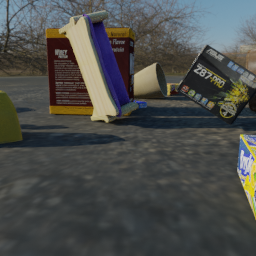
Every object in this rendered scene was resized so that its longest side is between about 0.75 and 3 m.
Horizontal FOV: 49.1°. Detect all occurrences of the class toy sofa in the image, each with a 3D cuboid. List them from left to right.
[{"bbox_3d":[-0.679,-1.714,7.951,1.214,2.933,1.431,-28,15,-35],"label":"toy sofa"}]

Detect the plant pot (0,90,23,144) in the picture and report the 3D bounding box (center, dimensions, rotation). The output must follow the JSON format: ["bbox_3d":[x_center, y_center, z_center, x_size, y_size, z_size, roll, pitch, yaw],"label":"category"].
[{"bbox_3d":[-3.055,-0.279,6.257,1.072,1.096,1.065,-7,14,-33],"label":"plant pot"}]

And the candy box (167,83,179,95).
[{"bbox_3d":[1.732,-2.317,16.438,2.245,0.634,1.310,10,16,33],"label":"candy box"}]

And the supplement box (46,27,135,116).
[{"bbox_3d":[-1.186,-1.986,9.923,2.762,2.800,1.859,1,13,7],"label":"supplement box"}]

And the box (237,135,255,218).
[{"bbox_3d":[1.814,0.601,3.400,0.676,0.621,1.931,3,12,13],"label":"box"}]

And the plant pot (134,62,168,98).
[{"bbox_3d":[0.856,-2.197,14.140,1.846,1.729,1.729,-13,7,24],"label":"plant pot"}]

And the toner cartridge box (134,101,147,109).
[{"bbox_3d":[0.255,-0.958,11.304,0.469,0.213,0.987,-12,17,-41],"label":"toner cartridge box"}]

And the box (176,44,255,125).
[{"bbox_3d":[2.290,-1.080,7.109,1.690,1.362,0.415,33,15,0],"label":"box"}]

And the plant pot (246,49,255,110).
[{"bbox_3d":[5.698,-1.750,9.604,2.897,2.926,2.926,-3,10,28],"label":"plant pot"}]
